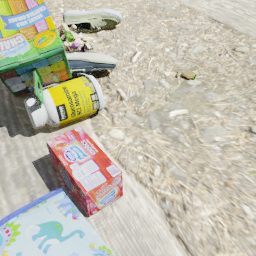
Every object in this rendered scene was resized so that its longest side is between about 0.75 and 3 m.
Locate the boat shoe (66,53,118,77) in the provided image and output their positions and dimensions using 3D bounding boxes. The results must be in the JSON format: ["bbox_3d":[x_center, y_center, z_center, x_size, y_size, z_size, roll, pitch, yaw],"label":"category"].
[{"bbox_3d":[-1.832,-2.296,10.435,2.875,0.889,1.076,-3,26,-16],"label":"boat shoe"}]

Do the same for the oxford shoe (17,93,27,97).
[{"bbox_3d":[-4.011,-1.951,10.221,0.677,0.719,1.921,-15,44,-16],"label":"oxford shoe"}]

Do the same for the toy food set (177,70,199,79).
[{"bbox_3d":[2.315,-2.036,10.771,0.820,0.165,0.566,7,35,16],"label":"toy food set"}]

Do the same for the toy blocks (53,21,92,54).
[{"bbox_3d":[-2.676,-3.467,11.787,1.542,1.298,1.441,-16,70,-51],"label":"toy blocks"}]

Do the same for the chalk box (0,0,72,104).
[{"bbox_3d":[-2.706,-2.127,7.624,1.819,1.831,2.934,-22,80,-10],"label":"chalk box"}]

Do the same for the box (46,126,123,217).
[{"bbox_3d":[-1.063,0.982,6.802,0.989,0.947,1.984,-27,48,-26],"label":"box"}]

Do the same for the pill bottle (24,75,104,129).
[{"bbox_3d":[-1.924,-0.753,8.521,2.161,1.215,1.215,-22,47,-23],"label":"pill bottle"}]

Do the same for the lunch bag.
[{"bbox_3d":[-1.602,2.647,4.444,2.619,1.669,2.227,-23,46,-37],"label":"lunch bag"}]

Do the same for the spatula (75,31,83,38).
[{"bbox_3d":[-2.527,-4.637,13.694,0.699,0.081,1.005,1,38,2],"label":"spatula"}]

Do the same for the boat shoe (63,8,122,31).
[{"bbox_3d":[-1.726,-5.160,13.738,2.898,1.043,0.899,-3,69,-4],"label":"boat shoe"}]
